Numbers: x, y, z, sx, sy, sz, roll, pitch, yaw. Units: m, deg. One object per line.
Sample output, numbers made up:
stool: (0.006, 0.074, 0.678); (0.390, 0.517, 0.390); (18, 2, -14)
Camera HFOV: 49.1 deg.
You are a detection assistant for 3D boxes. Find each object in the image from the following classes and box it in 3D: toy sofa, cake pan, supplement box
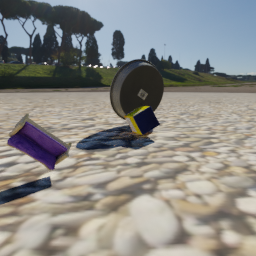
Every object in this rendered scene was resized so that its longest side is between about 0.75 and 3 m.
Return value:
toy sofa: (-1.312, 0.229, 4.194); (0.361, 0.872, 0.426); (-33, 31, 34)
cake pan: (0.387, -1.204, 9.388); (2.141, 2.141, 0.393); (-6, 23, -35)
supplement box: (0.362, -0.221, 7.626); (0.560, 0.556, 1.022); (-31, 11, -11)
